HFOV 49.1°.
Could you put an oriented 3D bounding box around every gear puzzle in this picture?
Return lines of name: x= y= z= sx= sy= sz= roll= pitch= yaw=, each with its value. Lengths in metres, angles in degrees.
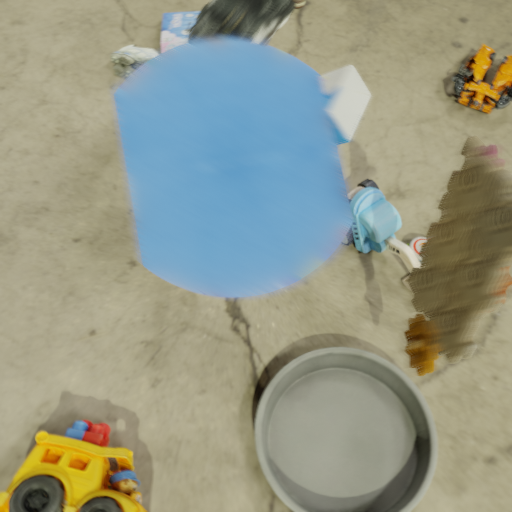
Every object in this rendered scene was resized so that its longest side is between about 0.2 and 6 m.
gear puzzle: x=2.637 y=0.362 z=7.185 sx=0.450 sy=3.439 sz=1.781 roll=1 pitch=39 yaw=-12

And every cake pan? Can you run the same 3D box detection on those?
cake pan: x=1.381 y=2.846 z=8.868 sx=2.820 sy=0.517 sz=2.820 roll=0 pitch=59 yaw=0

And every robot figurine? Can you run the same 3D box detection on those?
robot figurine: x=5.437 y=-4.097 z=13.118 sx=1.487 sy=0.597 sz=2.050 roll=26 pitch=61 yaw=15

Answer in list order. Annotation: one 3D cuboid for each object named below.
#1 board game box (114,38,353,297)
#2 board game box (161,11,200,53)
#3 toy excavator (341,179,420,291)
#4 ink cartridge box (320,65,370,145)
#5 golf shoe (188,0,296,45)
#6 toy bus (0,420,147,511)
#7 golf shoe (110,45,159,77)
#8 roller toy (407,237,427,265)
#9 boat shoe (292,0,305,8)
board game box: x=-0.279 y=-1.057 z=6.881 sx=2.511 sy=0.619 sz=3.178 roll=-10 pitch=82 yaw=-8
board game box: x=-1.468 y=-5.579 z=13.963 sx=1.739 sy=0.379 sz=1.747 roll=-5 pitch=46 yaw=-2
toy excavator: x=2.415 y=-0.334 z=10.502 sx=0.931 sy=1.812 sz=1.863 roll=-31 pitch=35 yaw=-18
ink cartridge box: x=0.687 y=-2.036 z=8.229 sx=1.728 sy=0.581 sz=1.004 roll=-5 pitch=49 yaw=44
golf shoe: x=-0.390 y=-3.445 z=8.841 sx=1.190 sy=1.447 sz=3.062 roll=34 pitch=49 yaw=-3
toy bus: x=-2.428 y=3.352 z=8.213 sx=2.063 sy=1.400 sz=1.981 roll=12 pitch=43 yaw=5
golf shoe: x=-2.434 y=-4.624 z=13.381 sx=2.010 sy=0.787 sz=0.977 roll=22 pitch=54 yaw=11
roller toy: x=3.181 y=-0.075 z=10.738 sx=0.592 sy=0.414 sz=0.540 roll=-11 pitch=59 yaw=-7
boat shoe: x=0.747 y=-7.404 z=15.122 sx=0.654 sy=0.655 sz=1.770 roll=-25 pitch=62 yaw=-15
